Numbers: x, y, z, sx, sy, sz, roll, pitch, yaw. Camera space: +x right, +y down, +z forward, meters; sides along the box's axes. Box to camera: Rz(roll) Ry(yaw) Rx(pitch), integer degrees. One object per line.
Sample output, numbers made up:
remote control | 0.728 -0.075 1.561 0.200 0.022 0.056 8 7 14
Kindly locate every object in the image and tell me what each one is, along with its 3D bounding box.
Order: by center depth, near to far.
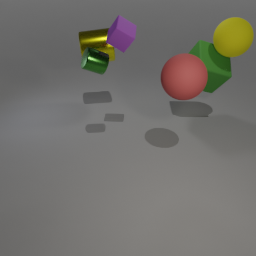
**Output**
ball | 1.695 -1.544 8.521 1.400 1.400 1.400 0 29 0
cylinder | -1.049 -2.122 8.882 0.700 0.700 0.700 13 23 -26
cube | -0.213 -3.044 9.085 0.700 0.700 0.700 24 51 -23
ball | 3.869 -3.331 10.328 1.400 1.400 1.400 0 29 0
cube | 3.204 -2.478 11.494 1.400 1.400 1.400 11 66 -15
cylinder | -1.340 -3.543 12.194 1.400 1.400 1.400 -9 30 -4
